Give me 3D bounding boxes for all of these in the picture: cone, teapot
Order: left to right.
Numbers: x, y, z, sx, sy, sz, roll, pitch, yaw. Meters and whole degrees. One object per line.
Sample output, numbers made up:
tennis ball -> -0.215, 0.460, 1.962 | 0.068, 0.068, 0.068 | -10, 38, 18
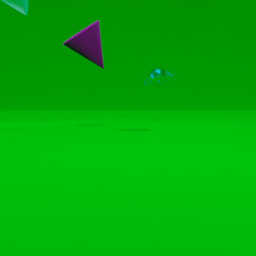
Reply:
cone -> -3.915, -4.338, 9.123 | 1.130, 1.125, 1.125 | 1, 3, -12
cone -> -1.032, -2.241, 8.151 | 1.225, 1.230, 1.225 | -28, 23, 13
teapot -> 1.399, -2.273, 12.726 | 1.405, 0.688, 0.873 | -20, -37, 10
